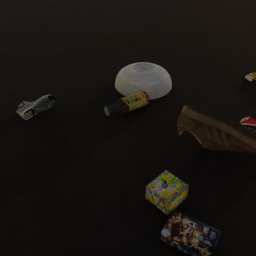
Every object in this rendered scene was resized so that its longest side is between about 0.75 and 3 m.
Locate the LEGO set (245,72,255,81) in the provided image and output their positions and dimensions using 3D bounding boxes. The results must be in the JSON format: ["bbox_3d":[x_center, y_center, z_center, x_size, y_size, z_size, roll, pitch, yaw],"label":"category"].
[{"bbox_3d":[5.943,-2.165,12.486,0.767,0.713,1.869,-16,40,-19],"label":"LEGO set"}]

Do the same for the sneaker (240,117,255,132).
[{"bbox_3d":[4.690,-0.146,10.123,1.236,0.484,0.714,12,41,12],"label":"sneaker"}]

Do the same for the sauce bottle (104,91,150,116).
[{"bbox_3d":[-0.035,-0.931,11.021,1.846,0.609,0.609,-23,44,-26],"label":"sauce bottle"}]

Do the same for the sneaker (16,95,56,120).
[{"bbox_3d":[-3.722,-0.978,11.089,0.923,0.600,1.598,24,45,30],"label":"sneaker"}]

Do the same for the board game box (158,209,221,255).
[{"bbox_3d":[1.503,2.617,6.819,1.281,0.222,0.868,20,42,23],"label":"board game box"}]

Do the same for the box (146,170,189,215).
[{"bbox_3d":[1.066,1.746,7.680,0.854,0.521,0.823,-31,48,-32],"label":"box"}]

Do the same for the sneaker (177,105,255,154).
[{"bbox_3d":[3.021,0.281,9.195,2.959,1.118,1.042,29,27,22],"label":"sneaker"}]

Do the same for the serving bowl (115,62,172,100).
[{"bbox_3d":[0.692,-2.284,12.524,2.574,0.847,2.574,-1,39,0],"label":"serving bowl"}]
